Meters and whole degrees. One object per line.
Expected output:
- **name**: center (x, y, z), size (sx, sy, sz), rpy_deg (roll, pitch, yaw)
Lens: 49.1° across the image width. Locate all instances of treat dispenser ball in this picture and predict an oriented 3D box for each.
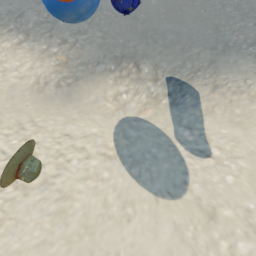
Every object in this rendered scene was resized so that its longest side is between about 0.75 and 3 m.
- **treat dispenser ball**: center (-1.607, -3.838, 7.867), size (1.699, 1.699, 1.699), rpy_deg (0, 56, 0)

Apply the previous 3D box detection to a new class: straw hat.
- **straw hat**: center (-1.505, 0.611, 4.227), size (0.357, 0.845, 0.845), rpy_deg (28, 59, 3)

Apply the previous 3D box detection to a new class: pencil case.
- **pencil case**: center (0.021, -4.391, 8.749), size (0.960, 0.863, 2.211), rpy_deg (17, 46, -10)
